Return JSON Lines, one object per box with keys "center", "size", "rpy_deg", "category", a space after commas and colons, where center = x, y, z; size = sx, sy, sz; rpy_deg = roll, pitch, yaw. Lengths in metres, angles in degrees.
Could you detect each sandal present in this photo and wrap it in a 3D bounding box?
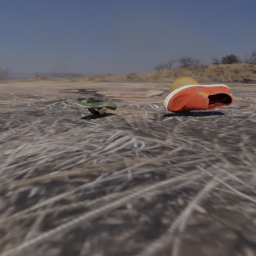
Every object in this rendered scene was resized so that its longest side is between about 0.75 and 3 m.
{"center": [-1.183, -0.733, 10.112], "size": [0.819, 0.589, 2.064], "rpy_deg": [17, 12, 29], "category": "sandal"}

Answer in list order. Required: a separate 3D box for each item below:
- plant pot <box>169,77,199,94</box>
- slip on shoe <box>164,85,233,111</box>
{"center": [2.291, -1.315, 11.715], "size": [1.411, 1.411, 1.514], "rpy_deg": [4, 21, 18], "category": "plant pot"}
{"center": [2.587, -1.025, 10.146], "size": [2.622, 0.971, 0.802], "rpy_deg": [-8, 38, -10], "category": "slip on shoe"}
